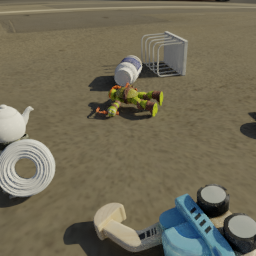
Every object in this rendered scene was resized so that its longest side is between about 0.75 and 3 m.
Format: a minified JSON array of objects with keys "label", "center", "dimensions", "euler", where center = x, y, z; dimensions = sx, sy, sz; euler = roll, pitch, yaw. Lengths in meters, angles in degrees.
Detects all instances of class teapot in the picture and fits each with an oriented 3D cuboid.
[{"label":"teapot","center":[-3.197,-0.192,7.143],"dimensions":[1.116,0.826,1.131],"euler":[14,27,12]}]

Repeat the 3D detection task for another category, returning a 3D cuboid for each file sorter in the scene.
[{"label":"file sorter","center":[1.677,-3.566,13.526],"dimensions":[1.438,1.603,2.310],"euler":[-11,31,-13]}]

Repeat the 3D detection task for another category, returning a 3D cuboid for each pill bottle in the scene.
[{"label":"pill bottle","center":[-0.018,-2.453,12.156],"dimensions":[0.987,0.987,1.778],"euler":[6,30,11]}]

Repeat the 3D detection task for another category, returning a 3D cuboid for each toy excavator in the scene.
[{"label":"toy excavator","center":[0.708,1.816,4.753],"dimensions":[2.242,1.120,2.180],"euler":[-19,32,-14]}]

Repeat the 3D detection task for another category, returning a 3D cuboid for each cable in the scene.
[{"label":"cable","center":[-2.205,0.858,6.015],"dimensions":[1.216,1.216,0.421],"euler":[-13,2,-7]}]

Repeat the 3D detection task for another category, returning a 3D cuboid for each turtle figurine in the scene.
[{"label":"turtle figurine","center":[0.152,-1.148,10.013],"dimensions":[2.087,0.834,2.588],"euler":[12,32,20]}]

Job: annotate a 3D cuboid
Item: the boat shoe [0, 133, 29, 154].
[{"label":"boat shoe","center":[-3.611,0.371,7.554],"dimensions":[1.978,0.630,0.699],"euler":[0,30,-1]}]
